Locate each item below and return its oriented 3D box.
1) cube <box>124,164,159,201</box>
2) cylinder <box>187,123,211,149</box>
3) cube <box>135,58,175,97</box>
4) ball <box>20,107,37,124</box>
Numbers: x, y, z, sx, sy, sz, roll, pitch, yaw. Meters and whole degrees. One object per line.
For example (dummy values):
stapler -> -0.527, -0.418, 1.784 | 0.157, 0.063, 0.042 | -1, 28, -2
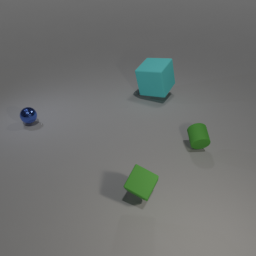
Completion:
cube -> 0.369, 1.504, 7.644 | 0.700, 0.700, 0.700 | 27, 76, 13
cylinder -> 2.539, 0.296, 10.078 | 0.700, 0.700, 0.700 | -2, 55, -4
cube -> 1.366, -2.503, 13.802 | 1.400, 1.400, 1.400 | 10, 43, 30
ball -> -4.208, -0.534, 11.844 | 0.700, 0.700, 0.700 | 0, 31, 0
